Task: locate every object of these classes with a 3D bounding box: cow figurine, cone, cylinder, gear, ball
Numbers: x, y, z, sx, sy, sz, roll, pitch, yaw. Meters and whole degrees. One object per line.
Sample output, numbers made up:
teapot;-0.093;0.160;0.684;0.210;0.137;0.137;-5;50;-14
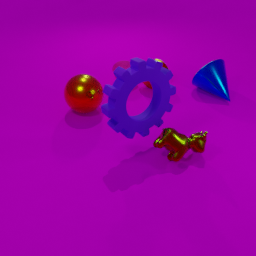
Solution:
cow figurine;1.363;0.313;7.045;1.159;1.178;0.647;-49;9;-8
cone;3.053;-1.387;9.422;1.296;1.296;1.301;-19;65;-22
cylinder;0.924;-1.903;9.878;0.770;0.770;0.770;31;67;33
gear;0.295;-0.688;6.709;1.917;1.917;0.355;-22;35;-25
cone;-0.158;-1.684;9.818;0.947;0.947;0.951;5;53;6
ball;-1.361;-1.058;8.621;1.209;1.209;1.209;0;38;0
